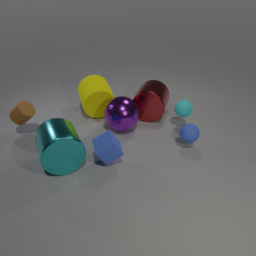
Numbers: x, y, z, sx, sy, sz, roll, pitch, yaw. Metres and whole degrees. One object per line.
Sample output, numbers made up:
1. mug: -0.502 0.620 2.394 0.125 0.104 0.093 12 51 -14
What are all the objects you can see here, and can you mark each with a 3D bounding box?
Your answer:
1. cylinder: -1.387 -1.386 12.239 1.400 1.400 1.400 -9 40 -14
2. cylinder: -2.236 0.579 9.159 1.400 1.400 1.400 -12 32 -20
3. ball: 2.229 -0.772 11.185 0.700 0.700 0.700 0 31 0
4. cylinder: -3.974 -0.567 10.554 0.700 0.700 0.700 -34 15 32
5. cube: -0.657 0.634 9.174 0.700 0.700 0.700 -31 41 7
6. ball: 2.207 0.188 10.027 0.700 0.700 0.700 0 31 0
7. cylinder: 0.998 -1.185 12.089 1.400 1.400 1.400 9 32 14
8. ball: -0.244 -0.558 11.057 1.400 1.400 1.400 0 31 0
